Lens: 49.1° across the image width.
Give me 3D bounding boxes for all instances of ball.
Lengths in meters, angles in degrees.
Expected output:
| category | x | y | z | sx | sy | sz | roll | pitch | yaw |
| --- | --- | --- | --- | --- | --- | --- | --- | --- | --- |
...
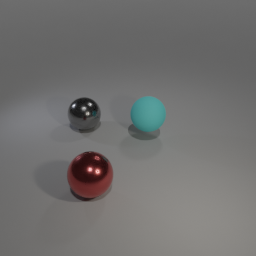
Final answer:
| category | x | y | z | sx | sy | sz | roll | pitch | yaw |
| --- | --- | --- | --- | --- | --- | --- | --- | --- | --- |
| ball | -1.852 | -0.603 | 11.897 | 1.400 | 1.400 | 1.400 | 0 | 31 | 0 |
| ball | -1.141 | 1.409 | 8.510 | 1.400 | 1.400 | 1.400 | 0 | 31 | 0 |
| ball | 0.794 | -0.548 | 11.067 | 1.400 | 1.400 | 1.400 | 0 | 31 | 0 |
